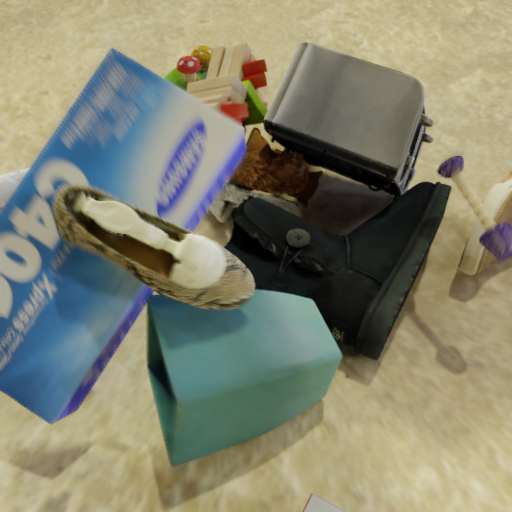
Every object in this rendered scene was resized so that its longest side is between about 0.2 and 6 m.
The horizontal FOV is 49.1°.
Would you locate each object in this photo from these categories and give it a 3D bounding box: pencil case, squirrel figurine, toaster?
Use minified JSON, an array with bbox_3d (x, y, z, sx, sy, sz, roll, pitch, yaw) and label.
[{"bbox_3d":[-4.183,-1.241,9.843,1.313,0.546,0.596,-20,51,-17],"label":"pencil case"},{"bbox_3d":[0.396,-1.325,9.448,1.453,1.102,1.557,25,12,-12],"label":"squirrel figurine"},{"bbox_3d":[1.509,-2.132,9.263,2.661,2.406,1.579,25,95,17],"label":"toaster"}]

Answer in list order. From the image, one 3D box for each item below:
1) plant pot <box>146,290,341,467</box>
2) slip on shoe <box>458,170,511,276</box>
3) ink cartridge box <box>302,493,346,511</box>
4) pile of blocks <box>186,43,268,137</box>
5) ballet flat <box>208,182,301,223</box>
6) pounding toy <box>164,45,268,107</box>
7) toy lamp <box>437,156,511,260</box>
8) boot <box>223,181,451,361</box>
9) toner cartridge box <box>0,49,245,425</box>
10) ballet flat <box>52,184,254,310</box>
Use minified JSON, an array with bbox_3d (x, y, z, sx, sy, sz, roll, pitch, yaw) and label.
[{"bbox_3d":[-0.160,1.341,6.891,2.107,1.489,1.488,-7,47,-20],"label":"plant pot"},{"bbox_3d":[4.183,-0.632,8.946,0.921,1.156,3.041,28,45,25],"label":"slip on shoe"},{"bbox_3d":[0.656,2.945,5.805,0.539,0.745,0.541,24,52,17],"label":"ink cartridge box"},{"bbox_3d":[-0.473,-2.059,8.805,1.161,1.534,3.736,-1,40,28],"label":"pile of blocks"},{"bbox_3d":[-0.282,-0.818,9.408,2.058,0.738,0.738,16,49,15],"label":"ballet flat"},{"bbox_3d":[-0.999,-3.944,12.015,2.281,1.058,1.761,-9,48,-8],"label":"pounding toy"},{"bbox_3d":[2.804,-0.604,7.080,0.416,0.416,1.430,-15,63,-13],"label":"toy lamp"},{"bbox_3d":[1.126,-0.345,8.469,2.845,1.293,3.386,25,58,16],"label":"boot"},{"bbox_3d":[-1.970,-0.251,6.756,1.904,0.865,4.009,32,86,2],"label":"toner cartridge box"},{"bbox_3d":[-1.069,-0.098,5.898,2.350,0.885,0.797,25,69,-3],"label":"ballet flat"}]
